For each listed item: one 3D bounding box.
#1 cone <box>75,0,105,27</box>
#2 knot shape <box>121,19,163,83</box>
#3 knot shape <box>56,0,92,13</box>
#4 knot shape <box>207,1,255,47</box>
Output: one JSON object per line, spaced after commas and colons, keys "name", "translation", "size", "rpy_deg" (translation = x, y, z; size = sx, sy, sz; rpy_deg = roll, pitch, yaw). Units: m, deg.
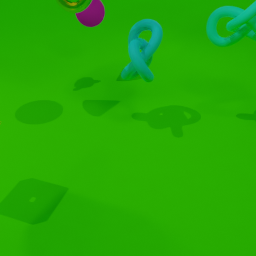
{"name": "cone", "translation": [-1.128, -3.475, 8.409], "size": [0.850, 0.850, 0.853], "rpy_deg": [-4, 20, -5]}
{"name": "knot shape", "translation": [0.303, -1.627, 6.442], "size": [0.708, 1.532, 1.434], "rpy_deg": [11, 35, -7]}
{"name": "knot shape", "translation": [-0.928, -3.006, 5.428], "size": [1.384, 1.295, 0.639], "rpy_deg": [-15, 60, 4]}
{"name": "knot shape", "translation": [2.524, -2.211, 6.095], "size": [1.262, 1.348, 0.623], "rpy_deg": [14, 71, -37]}
